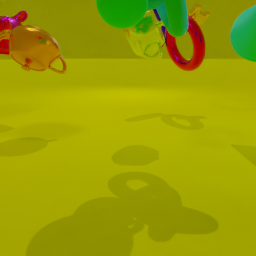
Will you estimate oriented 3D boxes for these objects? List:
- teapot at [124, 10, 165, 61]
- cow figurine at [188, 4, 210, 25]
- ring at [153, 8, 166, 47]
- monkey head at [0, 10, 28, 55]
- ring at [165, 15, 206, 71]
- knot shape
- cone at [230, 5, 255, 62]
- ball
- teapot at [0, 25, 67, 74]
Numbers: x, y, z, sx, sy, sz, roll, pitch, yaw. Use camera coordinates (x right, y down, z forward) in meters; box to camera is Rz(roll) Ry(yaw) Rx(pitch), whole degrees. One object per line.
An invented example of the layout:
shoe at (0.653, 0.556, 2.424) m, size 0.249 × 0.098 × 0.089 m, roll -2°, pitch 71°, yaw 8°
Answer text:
teapot at (0.447, -2.376, 6.677) m, size 0.929 × 1.897 × 1.180 m, roll -21°, pitch -25°, yaw 19°
cow figurine at (2.386, -4.040, 10.302) m, size 0.994 × 0.978 × 0.545 m, roll 27°, pitch 22°, yaw -23°
ring at (0.830, -3.683, 10.284) m, size 1.695 × 1.695 × 0.339 m, roll -12°, pitch 10°, yaw -37°
monkey head at (-3.782, -2.998, 8.484) m, size 1.923 × 1.159 × 1.384 m, roll -34°, pitch -18°, yaw -15°
ring at (1.915, -2.889, 9.586) m, size 0.389 × 1.947 × 1.947 m, roll -25°, pitch 24°, yaw -19°
knot shape at (0.717, -2.481, 4.844) m, size 0.945 × 1.913 × 2.044 m, roll 11°, pitch -34°, yaw -27°
cone at (3.088, -2.483, 6.355) m, size 1.531 × 1.531 × 1.537 m, roll 7°, pitch -4°, yaw 24°
ball at (-0.094, -2.052, 4.525) m, size 0.844 × 0.844 × 0.844 m, roll 0°, pitch 15°, yaw 0°
teapot at (-2.494, -1.955, 7.105) m, size 2.041 × 0.999 × 1.269 m, roll 23°, pitch -16°, yaw -26°
